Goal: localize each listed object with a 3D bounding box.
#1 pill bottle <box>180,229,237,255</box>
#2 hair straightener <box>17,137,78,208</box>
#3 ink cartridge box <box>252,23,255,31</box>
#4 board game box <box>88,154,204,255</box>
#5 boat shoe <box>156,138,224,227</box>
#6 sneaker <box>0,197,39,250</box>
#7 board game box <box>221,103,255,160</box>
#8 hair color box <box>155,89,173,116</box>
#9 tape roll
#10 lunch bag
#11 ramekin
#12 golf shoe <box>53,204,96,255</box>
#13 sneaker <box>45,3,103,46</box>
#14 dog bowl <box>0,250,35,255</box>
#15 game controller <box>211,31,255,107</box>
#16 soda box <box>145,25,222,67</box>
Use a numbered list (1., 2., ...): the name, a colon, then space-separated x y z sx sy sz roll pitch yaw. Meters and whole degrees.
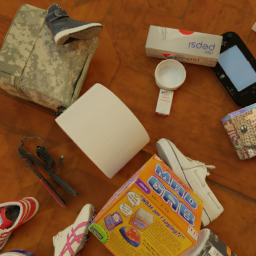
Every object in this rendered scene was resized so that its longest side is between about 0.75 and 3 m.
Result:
1. pill bottle: 2.783 4.325 7.830 2.758 1.465 1.465 44 81 9
2. hair straightener: -2.533 1.243 9.091 1.059 0.563 2.751 -42 76 -11
3. ink cartridge box: 5.560 -3.701 10.063 1.638 0.688 1.192 38 80 8
4. board game box: 0.571 2.313 7.550 1.973 1.972 1.971 44 114 4
5. boat shoe: 2.055 1.443 8.629 1.260 1.091 2.954 -30 86 -9
6. sneaker: -3.820 2.964 8.185 0.862 1.361 2.420 44 81 9
7. board game box: 4.019 0.105 9.162 1.213 0.737 1.522 -22 79 -5
8. hair color box: 1.251 -0.870 9.635 0.467 0.269 0.843 13 79 3
9. tape roll: -0.748 0.100 8.327 1.637 2.385 2.385 -44 81 -9
10. lunch bag: -2.473 -2.065 8.983 2.444 2.031 2.914 18 77 8
11. ramekin: 1.433 -1.781 9.699 1.045 0.549 1.045 0 78 0
12. golf shoe: -1.716 3.317 8.379 1.058 0.834 2.298 22 78 5
13. sneaker: -1.616 -3.112 8.166 1.610 0.612 1.163 -24 75 -35
14. dog bowl: -3.385 4.578 8.125 1.882 0.741 1.882 0 76 0
15. game controller: 3.779 -2.053 9.754 1.406 0.568 2.696 -28 78 -6
16. soda box: 1.878 -2.805 9.616 2.458 0.780 0.839 13 85 11
